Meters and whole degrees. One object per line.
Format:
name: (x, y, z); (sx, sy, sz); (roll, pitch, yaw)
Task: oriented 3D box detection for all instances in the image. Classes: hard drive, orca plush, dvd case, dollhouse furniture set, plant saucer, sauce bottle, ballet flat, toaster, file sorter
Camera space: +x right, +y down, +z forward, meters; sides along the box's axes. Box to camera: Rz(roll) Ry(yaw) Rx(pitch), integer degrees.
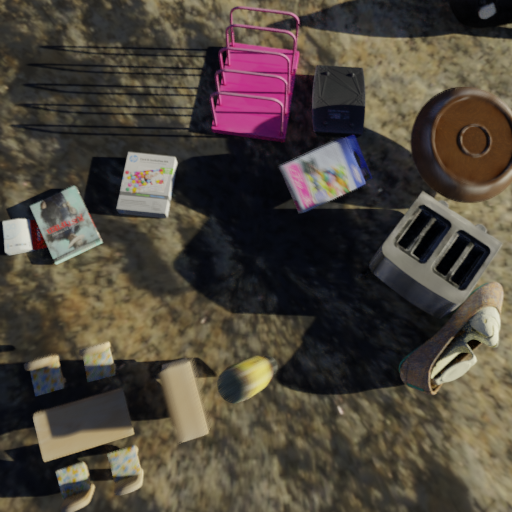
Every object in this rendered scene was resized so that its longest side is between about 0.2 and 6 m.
hard drive: (1.786, -3.342, 12.214); (1.150, 0.361, 1.705); (4, 71, 1)
orca plush: (6.634, -5.879, 12.848); (4.387, 1.559, 2.308); (-23, 28, -12)
dvd case: (-3.862, -0.640, 11.365); (1.020, 0.154, 1.397); (-26, 75, -9)
dollhouse furniture set: (-2.257, 2.611, 9.162); (2.646, 1.722, 2.431); (-15, 86, -11)
plant saucer: (4.265, -2.248, 11.107); (2.375, 0.381, 2.375); (0, 86, -6)
sauce bottle: (-0.075, 1.992, 9.347); (0.591, 1.826, 0.591); (-1, 88, 17)
ballet flat: (3.805, 1.564, 10.185); (2.652, 0.892, 0.903); (-43, 119, -7)
toaster: (3.293, 0.028, 10.613); (1.827, 1.199, 2.021); (37, 75, 13)
file sorter: (-0.001, -3.862, 11.821); (1.601, 1.444, 2.303); (8, 71, 3)

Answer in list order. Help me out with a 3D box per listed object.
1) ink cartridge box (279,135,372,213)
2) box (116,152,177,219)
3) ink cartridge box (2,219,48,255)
ink cartridge box: (1.441, -1.661, 11.184); (1.715, 0.360, 1.023); (-25, 96, -10)
box: (-2.255, -1.470, 11.623); (1.026, 0.271, 1.315); (7, 70, 2)
ink cartridge box: (-4.639, -0.428, 11.298); (0.855, 0.202, 0.685); (-12, 72, -3)
